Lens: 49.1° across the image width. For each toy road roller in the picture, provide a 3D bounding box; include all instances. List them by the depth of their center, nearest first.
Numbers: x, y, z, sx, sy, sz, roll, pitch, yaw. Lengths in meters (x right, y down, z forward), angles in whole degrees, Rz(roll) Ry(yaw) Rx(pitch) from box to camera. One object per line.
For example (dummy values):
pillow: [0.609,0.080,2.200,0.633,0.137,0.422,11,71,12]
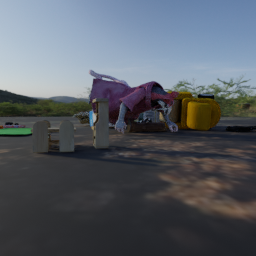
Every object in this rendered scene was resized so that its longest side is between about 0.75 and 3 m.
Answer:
toy road roller: [2.075,-0.524,9.429,2.017,1.240,1.473,2,14,7]

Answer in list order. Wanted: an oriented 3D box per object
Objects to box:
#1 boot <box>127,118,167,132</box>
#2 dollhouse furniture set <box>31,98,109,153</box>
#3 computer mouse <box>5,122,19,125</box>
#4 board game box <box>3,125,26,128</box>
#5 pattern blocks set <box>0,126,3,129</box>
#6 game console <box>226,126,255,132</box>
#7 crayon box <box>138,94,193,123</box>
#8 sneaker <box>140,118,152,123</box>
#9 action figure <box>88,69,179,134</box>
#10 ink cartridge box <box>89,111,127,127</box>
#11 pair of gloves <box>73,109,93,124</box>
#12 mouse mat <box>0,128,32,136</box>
boot: [0.601,-0.049,8.366,1.247,0.401,1.163,4,5,-1]
dollhouse furniture set: [-0.919,-0.076,4.470,1.173,0.779,1.028,-1,3,-12]
computer mouse: [-5.172,-0.146,12.521,0.257,0.149,0.878,-16,-6,14]
board game box: [-4.562,-0.063,11.090,0.850,0.083,0.438,0,4,0]
pattern blocks set: [-5.253,-0.021,9.138,2.132,0.197,2.425,-2,4,-29]
game console: [3.815,0.021,8.669,1.414,0.170,0.834,-2,3,-4]
crayon box: [1.457,-0.668,10.811,2.109,1.339,0.536,0,3,-19]
sneaker: [0.554,-0.091,9.463,0.451,0.415,1.127,-13,-4,12]
action figure: [0.305,-0.853,8.090,1.907,2.120,2.847,3,-9,-44]
ink cartridge box: [-0.685,-0.373,11.078,1.155,0.676,1.598,-2,1,-31]
pair of gloves: [-1.085,-0.723,12.562,2.338,0.410,1.988,-19,-7,14]
mouse mat: [-3.327,0.100,8.009,2.043,0.096,2.539,0,4,9]
